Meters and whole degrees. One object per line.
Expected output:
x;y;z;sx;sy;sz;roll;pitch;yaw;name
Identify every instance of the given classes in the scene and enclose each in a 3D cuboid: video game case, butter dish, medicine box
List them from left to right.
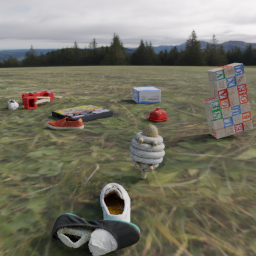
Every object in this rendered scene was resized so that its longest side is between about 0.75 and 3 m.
-2.062;-0.658;12.704;2.108;0.269;1.905;-14;22;-39;video game case
1.045;-1.933;16.310;1.310;0.741;1.439;-4;16;-14;medicine box
1.284;-0.612;11.992;0.760;0.563;0.762;-11;19;-37;butter dish

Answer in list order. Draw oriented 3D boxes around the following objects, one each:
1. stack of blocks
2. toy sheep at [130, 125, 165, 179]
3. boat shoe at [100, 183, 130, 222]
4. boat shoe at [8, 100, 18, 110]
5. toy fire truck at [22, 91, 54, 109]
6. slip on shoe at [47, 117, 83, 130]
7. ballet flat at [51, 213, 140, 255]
3.317;-0.920;9.519;1.305;2.266;0.664;-15;15;-1;stack of blocks
0.432;0.562;6.473;0.905;1.312;0.905;12;12;-3;toy sheep
-0.244;1.329;5.136;0.587;0.578;1.655;-1;16;-2;boat shoe
-5.976;-1.265;14.510;0.446;0.439;1.257;-3;16;-12;boat shoe
-4.904;-1.598;15.410;1.701;0.588;2.413;13;19;36;toy fire truck
-2.425;-0.201;10.788;1.435;0.439;0.532;1;18;8;slip on shoe
-0.551;1.666;4.261;1.487;0.506;0.509;-3;22;28;ballet flat
